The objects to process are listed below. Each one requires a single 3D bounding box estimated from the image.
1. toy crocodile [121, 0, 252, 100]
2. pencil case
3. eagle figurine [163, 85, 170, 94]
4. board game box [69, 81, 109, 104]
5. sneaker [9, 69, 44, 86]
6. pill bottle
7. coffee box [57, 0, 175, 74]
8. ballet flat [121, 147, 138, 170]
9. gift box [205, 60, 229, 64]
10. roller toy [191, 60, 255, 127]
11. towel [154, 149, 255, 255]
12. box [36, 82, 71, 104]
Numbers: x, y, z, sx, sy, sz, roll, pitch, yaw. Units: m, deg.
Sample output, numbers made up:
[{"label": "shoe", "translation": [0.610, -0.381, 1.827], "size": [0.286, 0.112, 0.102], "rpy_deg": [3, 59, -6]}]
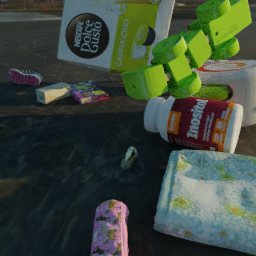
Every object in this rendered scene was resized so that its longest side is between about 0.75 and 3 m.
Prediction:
[{"label": "toy crocodile", "translation": [1.000, -1.265, 4.351], "size": [2.519, 0.850, 0.778], "rpy_deg": [-42, 33, -15]}, {"label": "pencil case", "translation": [-0.253, 1.793, 4.378], "size": [0.647, 0.619, 1.495], "rpy_deg": [-5, 25, -2]}, {"label": "eagle figurine", "translation": [0.825, -2.532, 12.188], "size": [2.015, 2.004, 2.655], "rpy_deg": [-10, 15, -42]}, {"label": "board game box", "translation": [-1.709, -1.493, 11.533], "size": [1.196, 0.322, 1.993], "rpy_deg": [-8, 27, -26]}, {"label": "sneaker", "translation": [-4.667, -2.399, 12.994], "size": [1.746, 0.644, 0.764], "rpy_deg": [13, 28, 16]}, {"label": "pill bottle", "translation": [1.714, -0.163, 7.558], "size": [2.394, 1.352, 1.352], "rpy_deg": [12, 29, 26]}, {"label": "coffee box", "translation": [-0.349, -3.068, 8.290], "size": [2.754, 2.781, 2.785], "rpy_deg": [10, 9, -4]}, {"label": "ballet flat", "translation": [0.057, 0.674, 6.986], "size": [0.311, 0.346, 0.918], "rpy_deg": [13, 28, 13]}, {"label": "gift box", "translation": [4.015, -2.301, 12.032], "size": [1.304, 1.289, 1.397], "rpy_deg": [-5, 20, -14]}, {"label": "roller toy", "translation": [3.171, -1.051, 8.804], "size": [2.633, 1.840, 2.402], "rpy_deg": [-10, 20, -2]}, {"label": "towel", "translation": [1.781, 1.255, 5.498], "size": [2.183, 0.614, 2.550], "rpy_deg": [6, 27, 15]}, {"label": "box", "translation": [-2.916, -1.396, 11.063], "size": [0.598, 0.489, 1.259], "rpy_deg": [21, 33, 36]}]
